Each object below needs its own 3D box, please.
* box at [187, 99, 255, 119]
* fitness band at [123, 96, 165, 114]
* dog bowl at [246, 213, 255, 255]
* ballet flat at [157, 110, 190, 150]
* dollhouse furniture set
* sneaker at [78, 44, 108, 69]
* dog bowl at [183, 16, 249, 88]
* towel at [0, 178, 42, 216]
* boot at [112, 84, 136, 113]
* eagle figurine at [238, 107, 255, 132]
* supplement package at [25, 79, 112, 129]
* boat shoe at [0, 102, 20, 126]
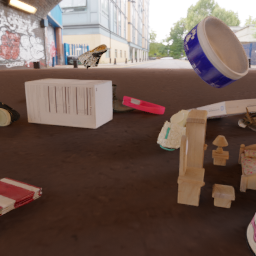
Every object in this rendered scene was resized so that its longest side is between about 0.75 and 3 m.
[{"bbox_3d":[3.458,-0.645,10.072,1.749,0.462,2.244,-6,-3,-21],"label":"box"},{"bbox_3d":[0.654,-0.978,12.110,1.470,0.383,2.047,9,10,-39],"label":"fitness band"},{"bbox_3d":[2.559,1.315,3.549,1.906,0.703,1.906,0,16,0],"label":"dog bowl"},{"bbox_3d":[1.656,-0.081,8.437,0.957,0.957,2.666,7,16,23],"label":"ballet flat"},{"bbox_3d":[2.507,0.492,5.315,2.812,1.373,2.398,5,16,18],"label":"dollhouse furniture set"},{"bbox_3d":[-1.323,-2.925,11.585,1.645,0.721,0.622,-8,29,46],"label":"sneaker"},{"bbox_3d":[2.900,-2.470,9.176,2.235,2.235,0.880,-14,-13,-42],"label":"dog bowl"},{"bbox_3d":[-2.452,1.270,4.752,1.164,0.184,1.616,7,15,32],"label":"towel"},{"bbox_3d":[-0.564,-1.329,12.361,1.853,1.210,0.627,5,16,19],"label":"boot"},{"bbox_3d":[4.124,-0.244,9.138,0.875,0.664,0.661,11,13,-40],"label":"eagle figurine"},{"bbox_3d":[-2.146,-0.984,10.440,2.801,1.534,1.593,5,16,19],"label":"supplement package"},{"bbox_3d":[-4.990,-0.650,10.515,2.347,0.877,0.778,10,18,29],"label":"boat shoe"}]
